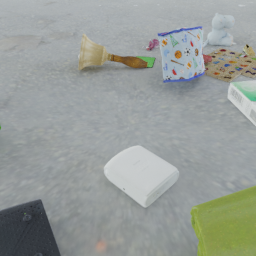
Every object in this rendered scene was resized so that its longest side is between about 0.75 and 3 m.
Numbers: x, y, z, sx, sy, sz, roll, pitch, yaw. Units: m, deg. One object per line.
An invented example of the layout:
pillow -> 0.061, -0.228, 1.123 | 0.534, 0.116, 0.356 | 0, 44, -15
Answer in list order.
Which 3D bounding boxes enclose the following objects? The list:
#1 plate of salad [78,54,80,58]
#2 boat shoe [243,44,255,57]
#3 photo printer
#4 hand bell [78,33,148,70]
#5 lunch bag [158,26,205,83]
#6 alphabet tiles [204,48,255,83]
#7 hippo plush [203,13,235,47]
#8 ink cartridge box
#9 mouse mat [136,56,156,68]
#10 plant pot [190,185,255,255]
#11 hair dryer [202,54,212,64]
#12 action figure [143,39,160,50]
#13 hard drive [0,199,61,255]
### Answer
plate of salad -> -1.604, -3.246, 12.401 | 1.205, 0.290, 1.205 | 1, 35, 0
boat shoe -> 5.531, -3.545, 12.739 | 0.337, 0.358, 0.940 | -2, 38, -11
photo printer -> 0.249, 0.993, 6.345 | 1.182, 0.494, 1.421 | -30, 46, -35
hand bell -> -0.538, -2.825, 11.294 | 2.740, 1.427, 1.427 | 8, 35, -8
lunch bag -> 2.088, -2.701, 10.150 | 1.308, 1.796, 2.112 | 7, 24, 40
alphabet tiles -> 4.272, -2.650, 11.738 | 2.494, 0.113, 2.983 | 29, 45, 33
hippo plush -> 4.394, -4.869, 13.678 | 1.759, 1.415, 1.401 | -2, 36, -3
ink cartridge box -> 4.874, -0.783, 8.705 | 2.729, 0.684, 2.196 | -9, 38, -10
mouse mat -> 0.684, -2.864, 12.090 | 0.906, 0.042, 1.126 | 7, 38, 10
plant pot -> 2.244, 1.746, 4.065 | 2.387, 2.514, 2.514 | -12, 36, 6
hair dryer -> 2.633, -3.036, 11.794 | 1.803, 0.490, 1.373 | 17, 35, 21
action figure -> 1.115, -3.870, 13.284 | 0.633, 0.569, 0.850 | 42, 52, -15
hard drive -> -2.466, 2.279, 4.521 | 2.582, 0.546, 1.741 | -17, 39, -22
